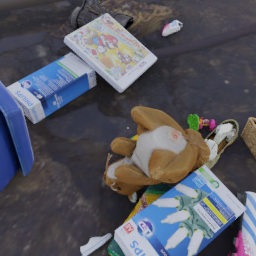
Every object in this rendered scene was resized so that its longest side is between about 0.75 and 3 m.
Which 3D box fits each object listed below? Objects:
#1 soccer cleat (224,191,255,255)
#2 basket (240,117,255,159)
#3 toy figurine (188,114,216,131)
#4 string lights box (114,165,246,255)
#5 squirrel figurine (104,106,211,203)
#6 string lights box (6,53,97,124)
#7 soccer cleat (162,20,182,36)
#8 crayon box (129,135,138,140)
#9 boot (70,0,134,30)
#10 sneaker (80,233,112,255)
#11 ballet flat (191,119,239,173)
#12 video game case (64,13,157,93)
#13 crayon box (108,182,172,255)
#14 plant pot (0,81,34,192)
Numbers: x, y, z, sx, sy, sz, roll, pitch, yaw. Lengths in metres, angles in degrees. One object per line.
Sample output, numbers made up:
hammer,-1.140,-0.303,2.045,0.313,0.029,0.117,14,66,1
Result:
soccer cleat,2.882,2.789,6.263,1.278,1.034,2.960,16,53,12
basket,4.098,0.298,8.324,0.858,0.896,1.203,-11,52,-9
toy figurine,2.414,-0.148,9.019,0.750,0.612,0.815,4,26,-14
string lights box,1.131,2.111,6.150,2.611,0.770,1.342,-30,63,-23
squirrel figurine,0.662,0.921,7.096,2.563,2.393,1.814,0,52,-36
string lights box,-2.587,-1.469,9.772,2.713,0.800,1.394,-38,61,-26
soccer cleat,1.970,-4.384,12.326,0.527,0.427,1.222,29,57,21
crayon box,0.289,0.768,8.310,0.637,0.313,1.073,-25,55,-16
boot,-0.932,-5.087,12.625,2.579,1.025,2.962,18,62,11
sneaker,-0.780,2.751,6.744,0.823,0.300,0.291,-29,69,-20
ballet flat,2.556,0.468,8.296,2.218,0.784,0.784,-38,61,-26
video game case,-0.538,-2.859,10.314,2.710,0.310,2.466,42,53,1
crayon box,0.628,2.427,6.786,1.263,0.620,2.127,28,57,18
plant pot,-4.224,0.176,7.228,2.679,2.980,2.980,-30,57,-30
